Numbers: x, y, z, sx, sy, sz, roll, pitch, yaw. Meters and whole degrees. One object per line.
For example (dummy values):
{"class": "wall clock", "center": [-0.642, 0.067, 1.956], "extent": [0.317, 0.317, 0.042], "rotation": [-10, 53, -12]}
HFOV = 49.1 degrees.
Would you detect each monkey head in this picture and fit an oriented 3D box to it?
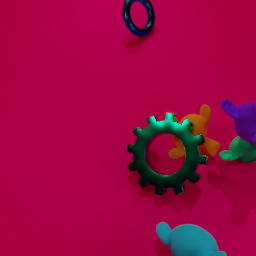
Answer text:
{"class": "monkey head", "center": [1.795, 0.240, 7.315], "extent": [1.162, 0.973, 1.615], "rotation": [37, 97, 26]}
{"class": "monkey head", "center": [2.809, 0.047, 6.151], "extent": [1.771, 1.067, 1.274], "rotation": [43, 63, -10]}
{"class": "monkey head", "center": [1.185, 2.595, 5.608], "extent": [1.251, 1.048, 1.739], "rotation": [-37, 23, -28]}
{"class": "monkey head", "center": [3.204, 0.635, 7.202], "extent": [1.519, 0.916, 1.093], "rotation": [-4, 52, -15]}

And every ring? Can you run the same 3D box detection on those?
{"class": "ring", "center": [0.407, -4.049, 10.042], "extent": [0.302, 1.510, 1.510], "rotation": [7, 48, 50]}

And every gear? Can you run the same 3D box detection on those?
{"class": "gear", "center": [0.941, 0.643, 6.907], "extent": [1.959, 0.362, 1.959], "rotation": [-2, 84, 22]}
